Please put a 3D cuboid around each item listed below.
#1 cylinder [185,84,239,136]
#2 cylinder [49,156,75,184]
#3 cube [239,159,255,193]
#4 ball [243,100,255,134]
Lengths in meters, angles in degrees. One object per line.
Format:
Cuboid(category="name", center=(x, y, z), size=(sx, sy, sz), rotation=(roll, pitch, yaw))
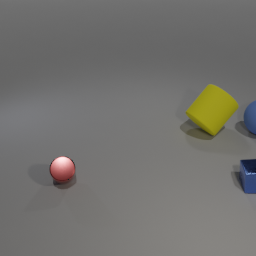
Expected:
Cuboid(category="cylinder", center=(3.135, -0.674, 10.523), size=(1.400, 1.400, 1.400), rotation=(39, 4, -3))
Cuboid(category="cylinder", center=(-1.864, 1.224, 8.033), size=(0.700, 0.700, 0.700), rotation=(3, 72, -10))
Cuboid(category="cube", center=(3.619, 1.360, 7.970), size=(0.700, 0.700, 0.700), rotation=(-5, 28, 10))
Cuboid(category="ball", center=(5.096, -0.407, 10.520), size=(1.400, 1.400, 1.400), rotation=(0, 28, 0))
